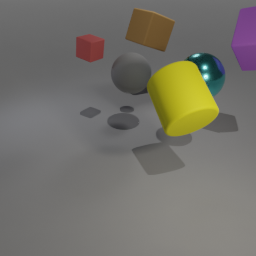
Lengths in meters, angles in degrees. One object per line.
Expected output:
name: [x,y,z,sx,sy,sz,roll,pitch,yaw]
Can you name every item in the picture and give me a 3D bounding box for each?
ball: [2.145,-1.506,8.281,1.400,1.400,1.400,0,29,0]
cube: [4.148,-2.720,8.523,1.400,1.400,1.400,6,71,38]
cube: [-1.316,-2.779,9.723,0.700,0.700,0.700,26,37,25]
cylinder: [1.352,-0.713,7.088,1.400,1.400,1.400,-11,65,-19]
cube: [0.974,-4.393,12.574,1.400,1.400,1.400,2,23,-41]
ball: [0.110,-1.887,9.681,1.400,1.400,1.400,0,29,0]
